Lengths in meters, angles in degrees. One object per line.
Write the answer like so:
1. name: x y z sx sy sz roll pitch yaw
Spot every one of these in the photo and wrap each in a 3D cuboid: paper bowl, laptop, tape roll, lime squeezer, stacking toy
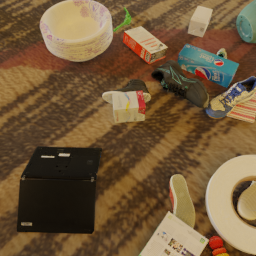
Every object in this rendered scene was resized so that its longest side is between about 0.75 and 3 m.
1. paper bowl: -2.091 -3.970 11.818 2.897 1.507 2.897 0 56 0
2. laptop: -2.042 1.811 8.782 2.267 1.321 2.558 2 31 0
3. tape roll: 3.653 2.135 7.983 2.793 0.510 2.793 -2 67 5
4. lime squeezer: -0.122 -5.229 13.459 0.656 0.351 1.859 -7 51 33
5. stacking toy: 2.536 3.540 7.410 0.573 0.573 1.343 -8 52 -5

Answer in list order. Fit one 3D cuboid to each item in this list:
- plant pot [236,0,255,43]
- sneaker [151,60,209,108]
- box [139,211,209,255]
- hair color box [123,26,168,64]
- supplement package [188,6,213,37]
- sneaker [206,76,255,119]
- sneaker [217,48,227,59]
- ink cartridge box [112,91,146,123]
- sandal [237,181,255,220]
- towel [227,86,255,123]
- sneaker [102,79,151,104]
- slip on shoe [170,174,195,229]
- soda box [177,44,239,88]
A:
1. plant pot: 5.719 -4.606 12.090 1.590 1.981 1.981 -25 59 1
2. sneaker: 1.917 -1.538 10.537 1.059 1.008 2.673 -23 49 -20
3. box: 1.113 3.333 7.431 1.283 0.323 1.778 33 74 20
4. hair color box: 0.722 -3.581 12.024 0.989 0.570 1.783 -28 60 -29
5. supplement package: 3.339 -4.928 12.934 0.730 0.739 1.219 20 58 13
6. sneaker: 3.734 -1.179 10.068 2.201 0.970 0.828 -32 64 -15
7. sneaker: 3.953 -3.030 11.802 0.450 0.500 1.159 19 58 12
8. ink cartridge box: 0.011 -0.756 10.081 1.121 0.815 0.811 -6 57 -4
9. sandal: 3.822 2.085 8.414 0.805 0.486 1.977 43 52 16
10. towel: 4.291 -0.900 10.572 1.090 0.223 1.490 17 61 12
11. sneaker: -0.079 -1.405 10.681 1.804 0.638 0.894 -2 52 -6
12. slip on shoe: 1.559 2.254 8.273 0.638 0.527 1.723 -6 70 -8
13. soda box: 3.179 -2.538 11.331 2.282 0.732 0.774 27 60 18
